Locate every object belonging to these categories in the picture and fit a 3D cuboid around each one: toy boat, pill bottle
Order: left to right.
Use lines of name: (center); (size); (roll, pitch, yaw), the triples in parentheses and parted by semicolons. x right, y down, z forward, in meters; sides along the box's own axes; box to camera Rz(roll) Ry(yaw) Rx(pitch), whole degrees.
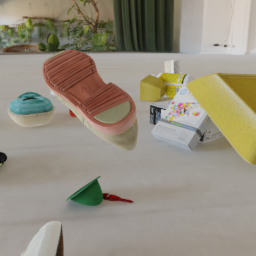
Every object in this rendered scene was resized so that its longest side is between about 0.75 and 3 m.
toy boat: (-2.531, -0.771, 8.659); (2.245, 1.043, 1.887); (-10, 21, -27)
pill bottle: (1.780, -1.805, 11.804); (1.808, 1.017, 1.017); (11, 21, 29)

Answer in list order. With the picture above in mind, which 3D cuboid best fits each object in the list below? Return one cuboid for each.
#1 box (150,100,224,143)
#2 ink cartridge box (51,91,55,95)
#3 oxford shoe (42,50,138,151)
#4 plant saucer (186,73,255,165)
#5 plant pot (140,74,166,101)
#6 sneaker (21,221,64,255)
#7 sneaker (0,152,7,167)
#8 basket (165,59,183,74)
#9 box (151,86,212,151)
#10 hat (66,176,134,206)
box: (1.706, -0.278, 7.854); (1.193, 0.615, 2.045); (-13, 23, -34)
ink cartridge box: (-2.584, -1.739, 12.739); (0.823, 0.324, 1.654); (15, 23, 40)
oxford shoe: (-0.404, -0.285, 2.696); (0.506, 0.528, 1.430); (-32, 51, -12)
plant saucer: (3.133, -0.484, 6.484); (2.700, 0.654, 2.701); (-2, 43, -23)
plant pot: (1.036, -1.554, 11.232); (0.858, 0.839, 0.834); (18, 38, 26)
sneaker: (-1.053, 1.501, 2.320); (0.855, 0.735, 2.019); (2, 20, -1)
sneaker: (-2.659, 0.586, 5.400); (0.616, 0.534, 1.488); (-10, 21, -28)
basket: (2.608, -3.317, 16.142); (0.819, 1.208, 0.745); (-16, 18, -39)
box: (1.439, -0.281, 6.847); (1.192, 0.315, 1.529); (21, 70, 48)
hat: (-0.483, 1.176, 4.357); (0.755, 0.664, 0.625); (-37, -3, 27)
